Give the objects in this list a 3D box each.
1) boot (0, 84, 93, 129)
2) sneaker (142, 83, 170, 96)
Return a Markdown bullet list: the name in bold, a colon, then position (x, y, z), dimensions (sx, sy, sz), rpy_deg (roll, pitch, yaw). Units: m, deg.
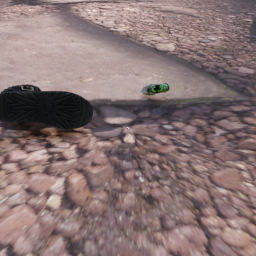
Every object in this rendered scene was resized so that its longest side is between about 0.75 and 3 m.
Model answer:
- **boot**: position (-2.183, -0.615, 7.241), dimensions (2.366, 0.890, 1.769), rpy_deg (8, 7, -18)
- **sneaker**: position (0.766, -1.186, 8.431), dimensions (0.930, 0.363, 0.396), rpy_deg (-6, 4, 42)
